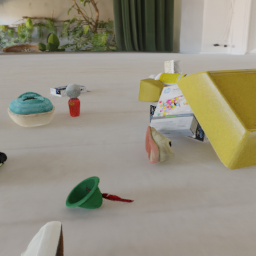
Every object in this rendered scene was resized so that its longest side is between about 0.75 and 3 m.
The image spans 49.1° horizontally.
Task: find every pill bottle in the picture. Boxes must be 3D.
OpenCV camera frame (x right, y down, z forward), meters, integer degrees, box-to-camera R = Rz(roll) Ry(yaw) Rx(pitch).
[{"bbox_3d":[1.776,-1.800,11.797,1.808,1.017,1.017,11,21,30],"label":"pill bottle"}]

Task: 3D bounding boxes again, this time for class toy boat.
[{"bbox_3d":[-2.531,-0.771,8.659,2.245,1.043,1.887,-10,21,-27],"label":"toy boat"}]

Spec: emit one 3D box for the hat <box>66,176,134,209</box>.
[{"bbox_3d":[-0.482,1.183,4.342,0.755,0.664,0.625,-20,26,41],"label":"hat"}]

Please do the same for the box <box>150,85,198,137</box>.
[{"bbox_3d":[1.278,-0.474,7.175,1.192,0.315,1.529,-3,51,38],"label":"box"}]

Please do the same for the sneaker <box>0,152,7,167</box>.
[{"bbox_3d":[-2.659,0.586,5.400,0.616,0.534,1.488,-10,21,-28],"label":"sneaker"}]

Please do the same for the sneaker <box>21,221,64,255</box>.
[{"bbox_3d":[-1.053,1.501,2.320,0.855,0.735,2.019,2,20,-1],"label":"sneaker"}]

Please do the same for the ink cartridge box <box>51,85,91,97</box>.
[{"bbox_3d":[-2.584,-1.739,12.739,0.823,0.324,1.654,15,23,40],"label":"ink cartridge box"}]

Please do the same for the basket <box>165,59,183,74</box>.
[{"bbox_3d":[2.608,-3.317,16.142,0.819,1.208,0.745,-16,18,-39],"label":"basket"}]

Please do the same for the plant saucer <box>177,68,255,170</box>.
[{"bbox_3d":[2.872,-0.514,6.445,2.700,0.654,2.701,-6,51,-19],"label":"plant saucer"}]

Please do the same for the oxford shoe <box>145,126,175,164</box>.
[{"bbox_3d":[0.674,0.362,6.192,0.528,0.506,1.430,1,26,-4],"label":"oxford shoe"}]

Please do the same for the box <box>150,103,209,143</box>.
[{"bbox_3d":[1.714,-0.281,7.863,1.193,0.615,2.045,-13,23,-34],"label":"box"}]

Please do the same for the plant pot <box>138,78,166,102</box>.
[{"bbox_3d":[1.016,-1.485,11.231,0.858,0.839,0.834,18,25,31],"label":"plant pot"}]
